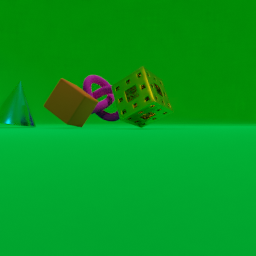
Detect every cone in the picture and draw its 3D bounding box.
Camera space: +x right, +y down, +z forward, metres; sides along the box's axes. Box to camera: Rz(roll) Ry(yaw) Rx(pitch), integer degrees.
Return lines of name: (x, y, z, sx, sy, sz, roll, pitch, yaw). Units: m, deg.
cone: (-2.917, -0.670, 7.354, 1.144, 1.148, 1.144, 9, 0, 0)

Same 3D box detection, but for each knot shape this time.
knot shape: (-0.948, -1.050, 9.380, 1.820, 1.703, 0.841, -7, -31, -1)

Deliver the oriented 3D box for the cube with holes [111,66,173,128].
cube with holes: (0.291, -0.594, 5.741, 0.806, 0.806, 0.806, -28, -25, 27)

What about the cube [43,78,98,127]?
cube: (-1.380, -0.592, 6.885, 0.812, 0.812, 0.812, 36, 5, 16)
